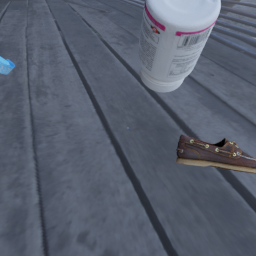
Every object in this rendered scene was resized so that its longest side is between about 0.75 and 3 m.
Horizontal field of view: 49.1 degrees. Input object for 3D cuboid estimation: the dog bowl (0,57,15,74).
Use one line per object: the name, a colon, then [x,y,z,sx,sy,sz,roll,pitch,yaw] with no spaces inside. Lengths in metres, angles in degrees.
dog bowl: [-3.646,-1.849,7.500,1.197,0.297,0.667,33,14,-3]

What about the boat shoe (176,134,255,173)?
boat shoe: [1.715,0.468,5.067,1.657,0.583,0.583,9,-4,0]

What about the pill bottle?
pill bottle: [0.983,-1.974,6.405,1.451,2.560,1.451,2,67,-4]
